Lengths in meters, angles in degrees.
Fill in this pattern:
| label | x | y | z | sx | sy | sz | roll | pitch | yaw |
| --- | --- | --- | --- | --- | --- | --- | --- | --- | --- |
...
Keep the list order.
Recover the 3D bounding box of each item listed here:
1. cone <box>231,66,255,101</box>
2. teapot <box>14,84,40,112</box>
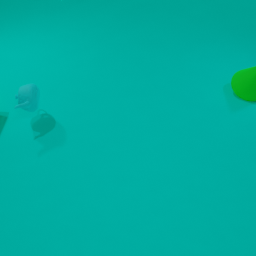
| label | x | y | z | sx | sy | sz | roll | pitch | yaw |
| --- | --- | --- | --- | --- | --- | --- | --- | --- | --- |
| cone | 3.776 | -1.546 | 8.180 | 1.148 | 1.152 | 1.148 | 0 | 69 | 0 |
| teapot | -2.704 | -0.792 | 7.484 | 0.606 | 0.769 | 1.237 | 3 | 31 | -9 |
